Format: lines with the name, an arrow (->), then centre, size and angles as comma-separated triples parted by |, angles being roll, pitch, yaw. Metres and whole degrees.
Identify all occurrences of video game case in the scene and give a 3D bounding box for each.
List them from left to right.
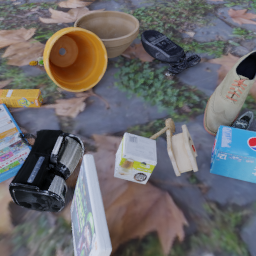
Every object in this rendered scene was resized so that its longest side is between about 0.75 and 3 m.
video game case -> -4.100, 0.497, 8.083 | 2.055, 0.256, 2.872 | -26, 51, -25
video game case -> -0.817, 1.891, 5.476 | 0.241, 1.872, 2.059 | 4, 38, -20

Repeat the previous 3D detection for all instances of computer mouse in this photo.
computer mouse -> 1.479, -3.023, 11.371 | 1.789, 0.681, 2.583 | -32, 65, -30

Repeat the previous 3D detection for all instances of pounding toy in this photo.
pounding toy -> 1.222, 0.598, 7.408 | 1.053, 1.049, 1.835 | -19, 26, 16

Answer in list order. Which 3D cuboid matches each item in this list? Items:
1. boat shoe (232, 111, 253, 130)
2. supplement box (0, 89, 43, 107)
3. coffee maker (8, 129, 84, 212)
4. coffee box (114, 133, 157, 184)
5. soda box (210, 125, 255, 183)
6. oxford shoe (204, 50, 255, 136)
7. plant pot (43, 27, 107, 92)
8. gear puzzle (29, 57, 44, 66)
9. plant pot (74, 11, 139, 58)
boat shoe -> 3.386, -0.067, 8.470 | 0.496, 0.488, 1.375 | 26, 51, 23
supplement box -> -3.627, -0.993, 9.413 | 1.384, 0.460, 0.476 | -2, 45, -1
coffee maker -> -2.166, 1.049, 7.019 | 1.778, 1.247, 1.851 | -6, 41, 20
coffee box -> 0.183, 0.779, 7.147 | 0.851, 0.843, 0.853 | 16, 35, -10
soda box -> 3.710, 0.852, 7.191 | 2.949, 1.000, 0.946 | 12, 47, 12
oxford shoe -> 3.155, -1.123, 8.516 | 1.015, 1.077, 2.881 | 26, 78, 12
plant pot -> -2.089, -2.585, 10.075 | 2.111, 2.111, 1.933 | -22, 33, -20
gear puzzle -> -3.395, -2.824, 11.426 | 1.345, 0.176, 0.697 | -21, 49, -20
plant pot -> -0.840, -3.761, 11.628 | 2.630, 1.214, 2.630 | 0, 46, 0
